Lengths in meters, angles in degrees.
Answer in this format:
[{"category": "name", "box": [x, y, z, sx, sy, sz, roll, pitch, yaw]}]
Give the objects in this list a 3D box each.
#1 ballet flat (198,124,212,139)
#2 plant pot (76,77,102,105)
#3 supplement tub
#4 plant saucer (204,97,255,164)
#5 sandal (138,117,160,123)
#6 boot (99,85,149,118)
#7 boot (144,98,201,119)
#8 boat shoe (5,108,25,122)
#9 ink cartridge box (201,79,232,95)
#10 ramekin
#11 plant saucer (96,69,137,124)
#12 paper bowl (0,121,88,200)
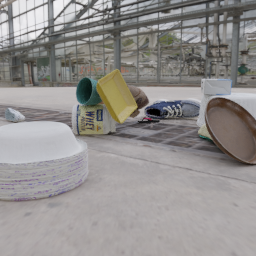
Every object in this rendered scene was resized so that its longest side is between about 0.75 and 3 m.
[{"category": "ballet flat", "box": [2.753, 0.067, 8.406, 0.829, 0.829, 2.388, -1, 11, -6]}, {"category": "plant pot", "box": [-1.180, -1.173, 9.306, 0.894, 0.894, 0.718, 10, 2, 44]}, {"category": "supplement tub", "box": [-1.148, -0.302, 9.635, 1.429, 1.036, 1.036, -1, 11, -3]}, {"category": "plant saucer", "box": [2.603, 0.070, 6.882, 1.917, 1.917, 0.307, -8, -28, -36]}, {"category": "sandal", "box": [0.881, -0.356, 12.103, 1.045, 0.236, 0.392, -4, 12, -22]}, {"category": "boot", "box": [-0.373, -0.898, 11.698, 2.425, 0.852, 1.773, -31, -41, 30]}, {"category": "boot", "box": [2.135, -0.768, 12.961, 2.706, 0.984, 1.223, 4, 23, 39]}, {"category": "boat shoe", "box": [-5.072, -0.517, 12.545, 0.486, 0.536, 1.456, 10, 11, -42]}, {"category": "ink cartridge box", "box": [3.437, -1.646, 11.086, 0.993, 0.581, 1.712, 3, 11, 10]}, {"category": "ramekin", "box": [4.087, -0.684, 11.015, 2.644, 1.289, 2.644, 0, 10, 0]}, {"category": "plant saucer", "box": [-0.411, -1.022, 9.182, 0.367, 1.516, 1.516, -20, 16, 30]}, {"category": "paper bowl", "box": [-1.822, 0.485, 5.420, 2.076, 1.080, 2.076, -1, 10, 0]}]
